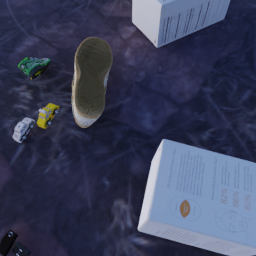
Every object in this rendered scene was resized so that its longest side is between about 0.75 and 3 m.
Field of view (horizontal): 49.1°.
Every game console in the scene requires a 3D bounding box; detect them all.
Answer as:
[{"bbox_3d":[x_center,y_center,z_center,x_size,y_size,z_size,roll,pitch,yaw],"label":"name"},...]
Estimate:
[{"bbox_3d":[-2.358,2.503,5.812,0.801,0.097,0.472,21,75,29],"label":"game console"}]

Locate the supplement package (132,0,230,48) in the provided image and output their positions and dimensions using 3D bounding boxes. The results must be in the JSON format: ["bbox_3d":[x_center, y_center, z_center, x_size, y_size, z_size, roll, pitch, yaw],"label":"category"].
[{"bbox_3d":[1.751,-4.149,9.131,2.883,1.579,1.640,-28,62,-17],"label":"supplement package"}]

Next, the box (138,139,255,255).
[{"bbox_3d":[1.527,1.470,5.802,2.254,1.198,1.716,15,60,1],"label":"box"}]

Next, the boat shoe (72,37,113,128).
[{"bbox_3d":[-1.084,-1.302,7.756,1.055,0.990,2.861,15,56,-14],"label":"boat shoe"}]

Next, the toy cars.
[{"bbox_3d":[-2.422,-0.178,7.195,1.462,0.324,0.655,-29,52,9],"label":"toy cars"}]

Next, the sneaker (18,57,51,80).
[{"bbox_3d":[-2.647,-1.845,8.022,0.584,1.371,0.535,38,107,-10],"label":"sneaker"}]
